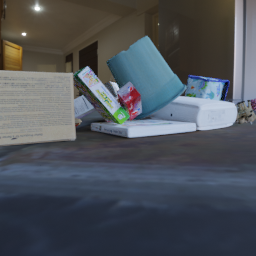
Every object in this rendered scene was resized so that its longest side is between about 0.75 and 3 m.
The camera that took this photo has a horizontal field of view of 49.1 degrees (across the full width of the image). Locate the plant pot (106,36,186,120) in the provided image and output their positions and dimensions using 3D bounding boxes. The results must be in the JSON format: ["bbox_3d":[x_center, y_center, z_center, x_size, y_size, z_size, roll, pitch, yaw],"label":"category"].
[{"bbox_3d":[0.572,-2.006,10.824,2.502,2.450,2.502,-30,14,8],"label":"plant pot"}]

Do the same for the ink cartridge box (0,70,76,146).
[{"bbox_3d":[-2.578,-0.539,7.340,2.241,1.846,0.842,-4,7,-31],"label":"ink cartridge box"}]

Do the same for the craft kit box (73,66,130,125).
[{"bbox_3d":[-0.999,-1.037,9.158,0.490,1.993,2.018,-47,18,-9],"label":"craft kit box"}]

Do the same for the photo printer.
[{"bbox_3d":[2.461,-0.701,11.459,2.486,1.038,2.988,-6,14,-37],"label":"photo printer"}]

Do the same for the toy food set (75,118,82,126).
[{"bbox_3d":[-2.528,-0.209,11.425,1.278,0.314,1.291,-2,7,-20],"label":"toy food set"}]

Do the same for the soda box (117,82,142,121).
[{"bbox_3d":[0.069,-0.808,8.973,0.524,0.579,1.654,-37,-15,-5],"label":"soda box"}]

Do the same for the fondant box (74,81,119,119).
[{"bbox_3d":[-1.752,-1.238,13.436,2.780,0.810,2.006,-25,3,9],"label":"fondant box"}]

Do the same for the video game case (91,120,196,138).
[{"bbox_3d":[0.478,-0.038,9.705,2.751,0.326,2.504,-5,7,-33],"label":"video game case"}]

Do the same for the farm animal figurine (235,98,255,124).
[{"bbox_3d":[5.063,-0.621,12.392,2.028,1.069,2.050,-12,-1,44],"label":"farm animal figurine"}]

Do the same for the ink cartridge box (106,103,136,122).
[{"bbox_3d":[-0.241,-0.782,13.994,1.575,0.890,2.150,0,6,1],"label":"ink cartridge box"}]

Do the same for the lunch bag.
[{"bbox_3d":[3.932,-1.382,13.512,2.417,2.055,1.540,-3,20,-42],"label":"lunch bag"}]
